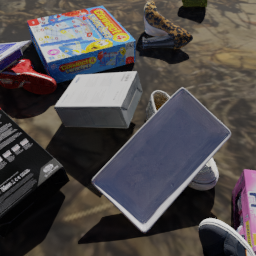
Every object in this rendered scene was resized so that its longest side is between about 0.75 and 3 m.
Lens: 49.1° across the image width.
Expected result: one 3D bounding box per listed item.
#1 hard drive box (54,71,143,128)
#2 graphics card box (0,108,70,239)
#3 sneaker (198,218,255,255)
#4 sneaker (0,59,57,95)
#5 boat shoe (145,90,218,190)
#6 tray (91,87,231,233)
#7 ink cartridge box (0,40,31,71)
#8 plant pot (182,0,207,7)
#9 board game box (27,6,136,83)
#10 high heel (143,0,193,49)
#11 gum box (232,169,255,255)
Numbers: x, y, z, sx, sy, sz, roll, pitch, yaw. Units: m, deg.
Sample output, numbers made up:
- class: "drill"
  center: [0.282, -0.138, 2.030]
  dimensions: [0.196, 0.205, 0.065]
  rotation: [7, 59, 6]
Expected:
- class: "hard drive box"
  center: [-0.734, -0.760, 7.396]
  dimensions: [1.881, 0.723, 1.466]
  rotation: [2, 45, 23]
- class: "graphics card box"
  center: [-2.868, 0.775, 6.197]
  dimensions: [2.824, 0.718, 1.772]
  rotation: [33, 60, 29]
- class: "sneaker"
  center: [1.685, 2.308, 4.334]
  dimensions: [1.805, 0.708, 0.717]
  rotation: [52, 40, 10]
- class: "sneaker"
  center: [-2.942, -1.706, 8.603]
  dimensions: [1.939, 0.760, 1.120]
  rotation: [12, 49, 9]
- class: "boat shoe"
  center: [1.226, 0.134, 6.684]
  dimensions: [1.003, 0.988, 2.830]
  rotation: [-14, 48, -13]
- class: "tray"
  center: [0.736, 0.613, 5.909]
  dimensions: [1.519, 0.314, 2.830]
  rotation: [44, 80, 4]
- class: "ink cartridge box"
  center: [-4.441, -1.712, 8.247]
  dimensions: [2.596, 0.610, 2.565]
  rotation: [8, 43, 30]
- class: "plant pot"
  center: [2.895, -5.783, 12.357]
  dimensions: [1.002, 1.055, 1.055]
  rotation: [-8, 46, 8]
- class: "board game box"
  center: [-1.672, -3.035, 9.762]
  dimensions: [2.926, 0.835, 2.988]
  rotation: [-20, 50, -17]
- class: "high heel"
  center: [1.476, -3.953, 10.509]
  dimensions: [1.787, 0.895, 2.506]
  rotation: [-1, 63, 8]
- class: "gum box"
  center: [3.348, 1.816, 5.143]
  dimensions: [2.797, 0.925, 1.587]
  rotation: [7, 47, 7]
